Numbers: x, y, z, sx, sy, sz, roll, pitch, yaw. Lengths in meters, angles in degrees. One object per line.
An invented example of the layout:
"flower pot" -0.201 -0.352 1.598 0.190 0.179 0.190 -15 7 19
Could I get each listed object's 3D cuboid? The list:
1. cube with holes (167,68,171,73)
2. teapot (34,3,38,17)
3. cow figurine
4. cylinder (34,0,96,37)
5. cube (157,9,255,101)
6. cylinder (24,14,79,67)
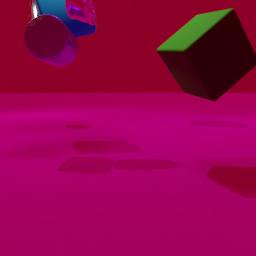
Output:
"cube with holes" 2.314 -2.488 10.317 1.245 1.245 1.245 22 8 12
"teapot" -2.914 -4.173 10.051 0.800 1.633 1.015 -8 -17 -24
"cow figurine" -0.746 -2.633 5.311 1.256 1.236 0.689 -40 -12 -14
"cylinder" -1.504 -2.751 6.687 1.198 1.198 1.198 -17 12 -14
"cube" 1.149 -1.067 4.142 0.890 0.890 0.890 -41 24 -4
"cylinder" -1.336 -1.530 5.019 0.757 0.757 0.757 1 4 4
